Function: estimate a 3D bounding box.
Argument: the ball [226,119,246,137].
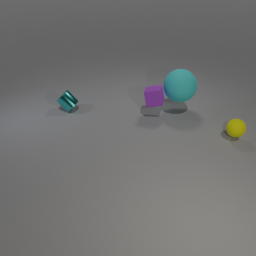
[{"bbox_3d":[4.043,0.001,10.474,0.700,0.700,0.700,0,32,0],"label":"ball"}]

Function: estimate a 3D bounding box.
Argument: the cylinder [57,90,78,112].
[{"bbox_3d":[-2.690,-1.207,12.490,0.700,0.700,0.700,-42,15,13],"label":"cylinder"}]

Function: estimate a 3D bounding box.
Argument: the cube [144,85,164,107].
[{"bbox_3d":[1.107,-1.346,11.780,0.700,0.700,0.700,-5,26,16],"label":"cube"}]

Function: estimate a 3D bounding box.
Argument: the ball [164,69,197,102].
[{"bbox_3d":[2.215,-1.787,11.885,1.400,1.400,1.400,0,32,0],"label":"ball"}]
